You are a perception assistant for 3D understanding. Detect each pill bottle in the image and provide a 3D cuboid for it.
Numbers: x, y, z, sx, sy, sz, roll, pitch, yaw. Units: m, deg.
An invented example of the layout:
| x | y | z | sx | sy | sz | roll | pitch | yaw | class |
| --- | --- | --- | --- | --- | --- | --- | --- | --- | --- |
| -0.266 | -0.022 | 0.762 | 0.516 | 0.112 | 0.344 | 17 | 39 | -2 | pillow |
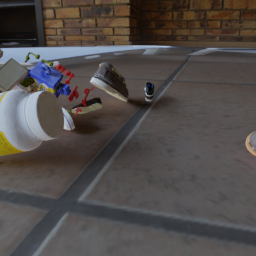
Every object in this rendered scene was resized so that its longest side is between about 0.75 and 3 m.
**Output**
| x | y | z | sx | sy | sz | roll | pitch | yaw | class |
| --- | --- | --- | --- | --- | --- | --- | --- | --- | --- |
| -2.317 | -0.069 | 5.285 | 2.057 | 1.156 | 1.156 | -10 | 16 | 17 | pill bottle |

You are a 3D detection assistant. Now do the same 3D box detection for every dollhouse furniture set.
| x | y | z | sx | sy | sz | roll | pitch | yaw | class |
| --- | --- | --- | --- | --- | --- | --- | --- | --- | --- |
| -3.523 | -1.111 | 7.897 | 0.908 | 1.586 | 1.860 | -57 | 11 | -33 | dollhouse furniture set |

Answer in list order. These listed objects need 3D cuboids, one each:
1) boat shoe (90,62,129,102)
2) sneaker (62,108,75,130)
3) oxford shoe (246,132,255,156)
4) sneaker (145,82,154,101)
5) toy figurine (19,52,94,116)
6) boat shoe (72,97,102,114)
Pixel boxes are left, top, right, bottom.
| x | y | z | sx | sy | sz | roll | pitch | yaw | class |
| --- | --- | --- | --- | --- | --- | --- | --- | --- | --- |
| -0.459 | -1.543 | 9.738 | 0.947 | 0.785 | 2.637 | 25 | 2 | 18 | boat shoe |
| -2.145 | -0.142 | 7.512 | 0.949 | 0.604 | 1.665 | -35 | 35 | -28 | sneaker |
| 3.441 | 0.320 | 5.191 | 2.320 | 0.846 | 0.827 | 9 | 64 | 26 | oxford shoe |
| 0.855 | -1.551 | 10.640 | 0.376 | 0.576 | 1.031 | 4 | 46 | -2 | sneaker |
| -2.319 | -1.575 | 8.008 | 2.648 | 1.397 | 1.587 | 32 | -18 | 3 | toy figurine |
| -1.322 | -0.707 | 8.953 | 1.014 | 0.371 | 0.318 | -15 | 62 | 10 | boat shoe |
